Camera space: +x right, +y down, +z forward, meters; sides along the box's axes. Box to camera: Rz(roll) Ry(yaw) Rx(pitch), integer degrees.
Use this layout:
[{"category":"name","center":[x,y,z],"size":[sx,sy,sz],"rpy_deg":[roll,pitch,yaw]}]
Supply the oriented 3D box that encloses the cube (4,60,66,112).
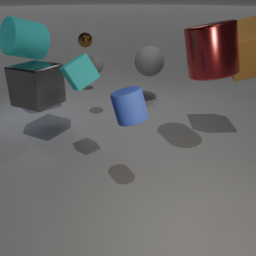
[{"category":"cube","center":[-3.206,-1.513,9.837],"size":[1.400,1.400,1.400],"rpy_deg":[12,27,27]}]

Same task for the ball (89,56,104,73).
[{"category":"ball","center":[-1.303,-2.488,11.030],"size":[0.700,0.700,0.700],"rpy_deg":[0,27,0]}]

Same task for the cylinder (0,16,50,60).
[{"category":"cylinder","center":[-3.956,-3.403,10.732],"size":[1.400,1.400,1.400],"rpy_deg":[24,18,38]}]

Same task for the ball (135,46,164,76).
[{"category":"ball","center":[1.008,-3.138,13.156],"size":[1.400,1.400,1.400],"rpy_deg":[0,27,0]}]

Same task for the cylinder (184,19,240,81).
[{"category":"cylinder","center":[2.339,-2.170,7.816],"size":[1.400,1.400,1.400],"rpy_deg":[-10,20,4]}]

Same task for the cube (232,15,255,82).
[{"category":"cube","center":[3.874,-2.553,8.879],"size":[1.400,1.400,1.400],"rpy_deg":[-12,41,13]}]

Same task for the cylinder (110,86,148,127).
[{"category":"cylinder","center":[0.031,-0.485,6.155],"size":[0.700,0.700,0.700],"rpy_deg":[-14,20,5]}]

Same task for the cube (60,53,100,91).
[{"category":"cube","center":[-1.279,-1.466,7.412],"size":[0.700,0.700,0.700],"rpy_deg":[-37,21,-13]}]

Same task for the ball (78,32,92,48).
[{"category":"ball","center":[-2.071,-4.250,13.537],"size":[0.700,0.700,0.700],"rpy_deg":[0,27,0]}]
